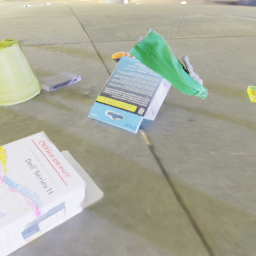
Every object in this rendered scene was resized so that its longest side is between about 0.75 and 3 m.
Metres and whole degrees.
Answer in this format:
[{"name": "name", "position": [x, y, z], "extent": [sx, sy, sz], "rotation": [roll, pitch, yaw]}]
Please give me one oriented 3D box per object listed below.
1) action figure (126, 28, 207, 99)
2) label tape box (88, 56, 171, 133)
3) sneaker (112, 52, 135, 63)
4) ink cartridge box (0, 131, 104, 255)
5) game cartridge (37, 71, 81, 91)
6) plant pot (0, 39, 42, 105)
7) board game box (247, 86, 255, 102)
[{"name": "action figure", "position": [1.153, -1.464, 6.958], "extent": [0.616, 2.253, 1.331], "rotation": [-57, 18, -17]}, {"name": "label tape box", "position": [0.136, -1.036, 9.195], "extent": [1.837, 0.847, 2.563], "rotation": [19, 71, 26]}, {"name": "sneaker", "position": [-0.123, -3.680, 14.627], "extent": [1.674, 0.634, 0.770], "rotation": [-6, 21, -26]}, {"name": "ink cartridge box", "position": [-1.932, 1.101, 5.155], "extent": [2.831, 0.953, 1.658], "rotation": [-24, 52, -36]}, {"name": "game cartridge", "position": [-2.973, -1.983, 11.794], "extent": [1.095, 0.324, 1.690], "rotation": [18, 33, 36]}, {"name": "plant pot", "position": [-4.393, -2.125, 10.159], "extent": [2.036, 1.872, 2.036], "rotation": [-4, 35, 3]}, {"name": "board game box", "position": [4.866, -1.277, 10.534], "extent": [0.536, 0.251, 1.056], "rotation": [6, 30, 11]}]
